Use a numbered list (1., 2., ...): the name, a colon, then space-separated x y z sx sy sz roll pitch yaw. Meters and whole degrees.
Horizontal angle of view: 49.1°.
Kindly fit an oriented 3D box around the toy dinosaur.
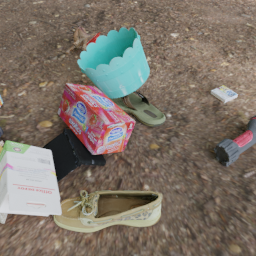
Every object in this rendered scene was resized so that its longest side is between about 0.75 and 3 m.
1. toy dinosaur: -2.559 -4.888 14.978 1.059 2.468 1.673 13 79 -22

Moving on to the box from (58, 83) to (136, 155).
1. box: -1.210 -0.393 10.002 1.377 1.318 2.762 -1 33 -43

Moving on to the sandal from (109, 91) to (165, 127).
1. sandal: 0.326 -1.081 11.421 2.973 0.848 1.180 31 50 30

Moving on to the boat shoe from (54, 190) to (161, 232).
1. boat shoe: -0.572 2.141 7.749 2.994 0.938 1.097 -4 42 -4

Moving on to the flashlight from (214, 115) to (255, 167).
1. flashlight: 4.071 0.317 9.841 2.565 0.872 0.868 -25 51 -27

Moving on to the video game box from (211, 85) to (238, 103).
1. video game box: 4.249 -1.511 12.397 0.786 0.202 0.863 -24 47 -21

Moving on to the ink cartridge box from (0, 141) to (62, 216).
1. ink cartridge box: -2.844 1.607 7.944 1.472 0.846 2.514 18 29 -35

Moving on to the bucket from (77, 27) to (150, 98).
1. bucket: -0.483 -2.579 11.256 2.653 1.726 2.653 -18 41 17

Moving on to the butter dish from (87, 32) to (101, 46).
1. butter dish: -1.794 -4.728 15.666 0.975 0.723 0.977 -30 25 29

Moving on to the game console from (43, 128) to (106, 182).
1. game console: -1.878 0.949 9.652 1.594 1.055 1.813 9 31 -37

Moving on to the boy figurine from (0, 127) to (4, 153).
1. boy figurine: -4.934 0.854 9.266 1.529 0.792 2.460 -12 38 3

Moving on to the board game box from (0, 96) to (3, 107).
1. board game box: -6.355 -1.171 11.392 1.943 1.019 1.001 3 43 5

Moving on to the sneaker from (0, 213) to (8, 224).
1. sneaker: -4.736 2.342 7.399 2.964 1.111 1.335 -15 38 -15
